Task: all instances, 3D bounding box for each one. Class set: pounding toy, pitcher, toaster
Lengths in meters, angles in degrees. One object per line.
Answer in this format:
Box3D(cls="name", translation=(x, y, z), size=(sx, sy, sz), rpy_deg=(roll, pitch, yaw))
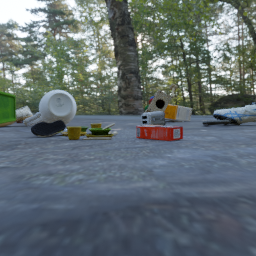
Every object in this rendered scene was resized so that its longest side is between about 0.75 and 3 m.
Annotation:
Box3D(cls="pounding toy", translation=(1.788, -1.609, 15.213), size=(0.982, 2.146, 1.886), rpy_deg=(30, -11, -1))
Box3D(cls="pitcher", translation=(-3.270, -0.633, 11.675), size=(2.056, 1.453, 2.397), rpy_deg=(-24, 2, -23))
Box3D(cls="toaster", translation=(1.000, -0.352, 11.393), size=(0.723, 0.636, 1.120), rpy_deg=(-4, 3, -18))

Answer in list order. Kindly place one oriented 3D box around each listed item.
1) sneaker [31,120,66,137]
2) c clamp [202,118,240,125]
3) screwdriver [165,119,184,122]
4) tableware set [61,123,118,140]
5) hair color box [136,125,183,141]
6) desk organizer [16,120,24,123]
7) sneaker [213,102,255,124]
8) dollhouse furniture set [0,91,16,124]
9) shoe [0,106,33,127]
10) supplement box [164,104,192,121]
Box3D(cls="sneaker", translation=(-2.021, 0.093, 7.051), size=(0.446, 0.387, 1.078), rpy_deg=(-36, -13, 31))
Box3D(cls="c clamp", translation=(4.073, -0.254, 12.287), size=(1.614, 0.256, 1.889), rpy_deg=(0, -1, 21))
Box3D(cls="screwdriver", translation=(2.322, -0.508, 17.741), size=(0.434, 0.416, 2.980), rpy_deg=(-35, 28, -26))
Box3D(cls="tableware set", translation=(-1.028, 0.039, 7.121), size=(1.472, 0.335, 2.185), rpy_deg=(0, 4, 3))
Box3D(cls="hair color box", translation=(0.699, 0.097, 6.331), size=(0.982, 0.301, 0.498), rpy_deg=(2, 5, 44))
Box3D(cls="desk organizer", translation=(-5.947, -0.400, 15.456), size=(0.290, 0.270, 0.753), rpy_deg=(-3, 4, -12))
Box3D(cls="sneaker", translation=(5.430, -0.693, 12.989), size=(2.906, 1.053, 1.044), rpy_deg=(2, -8, 5))
Box3D(cls="dollhouse furniture set", translation=(-3.514, -0.310, 5.245), size=(2.515, 1.257, 0.971), rpy_deg=(1, 3, 1))
Box3D(cls="shoe", translation=(-4.997, -0.470, 11.762), size=(0.811, 0.619, 2.321), rpy_deg=(-3, 11, 27))
Box3D(cls="supplement box", translation=(2.910, -1.019, 18.007), size=(1.552, 0.905, 2.463), rpy_deg=(11, 5, 33))
